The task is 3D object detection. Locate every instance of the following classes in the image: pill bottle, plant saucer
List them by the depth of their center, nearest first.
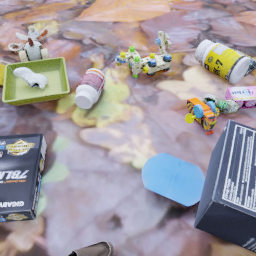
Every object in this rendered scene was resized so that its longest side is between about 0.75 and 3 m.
[{"bbox_3d":[-1.371,-1.405,10.086,0.829,0.829,1.467,10,48,9],"label":"pill bottle"},{"bbox_3d":[-3.405,-1.685,10.535,2.292,0.549,2.295,-10,48,-9],"label":"plant saucer"},{"bbox_3d":[3.673,-2.666,11.067,1.101,1.101,1.927,-32,55,-26],"label":"pill bottle"}]

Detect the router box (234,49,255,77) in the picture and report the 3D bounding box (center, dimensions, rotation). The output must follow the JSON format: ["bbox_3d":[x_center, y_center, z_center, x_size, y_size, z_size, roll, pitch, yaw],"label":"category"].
[{"bbox_3d":[4.635,-2.711,11.595,0.916,0.380,1.223,-32,56,-26],"label":"router box"}]

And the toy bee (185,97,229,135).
[{"bbox_3d":[2.472,-0.313,9.145,1.218,1.011,1.861,-5,22,4],"label":"toy bee"}]

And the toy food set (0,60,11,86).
[{"bbox_3d":[-5.059,-2.061,11.003,0.875,0.486,1.487,9,45,-25],"label":"toy food set"}]

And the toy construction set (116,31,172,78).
[{"bbox_3d":[0.843,-2.893,11.369,2.449,1.128,1.606,-32,54,-13],"label":"toy construction set"}]

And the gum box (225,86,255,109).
[{"bbox_3d":[4.271,-1.097,10.065,1.302,0.431,0.739,-4,46,-4],"label":"gum box"}]

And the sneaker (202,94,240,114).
[{"bbox_3d":[3.140,-0.805,9.634,1.308,0.503,0.579,20,11,25],"label":"sneaker"}]

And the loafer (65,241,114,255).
[{"bbox_3d":[-1.017,2.967,6.243,1.516,0.538,0.554,-21,51,-18],"label":"loafer"}]

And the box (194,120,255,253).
[{"bbox_3d":[3.239,1.500,6.782,2.555,1.587,2.576,21,50,10],"label":"box"}]

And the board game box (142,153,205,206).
[{"bbox_3d":[1.248,1.458,7.802,1.780,0.346,1.406,22,46,12],"label":"board game box"}]

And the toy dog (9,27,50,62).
[{"bbox_3d":[-4.098,-3.681,11.912,1.683,1.229,2.553,-28,53,-23],"label":"toy dog"}]

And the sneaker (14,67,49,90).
[{"bbox_3d":[-3.639,-1.836,10.390,1.283,0.478,0.559,19,57,-4],"label":"sneaker"}]

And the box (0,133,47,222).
[{"bbox_3d":[-3.691,1.325,7.727,2.544,0.632,2.525,-3,46,-2],"label":"box"}]
